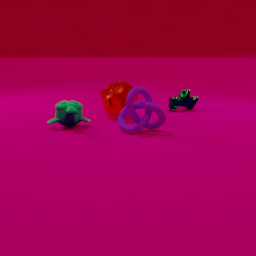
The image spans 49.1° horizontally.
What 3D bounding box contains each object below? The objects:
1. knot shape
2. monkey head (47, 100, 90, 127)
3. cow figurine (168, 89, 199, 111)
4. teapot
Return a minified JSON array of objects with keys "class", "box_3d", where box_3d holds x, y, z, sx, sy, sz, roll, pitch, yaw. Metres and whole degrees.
[{"class":"knot shape","box_3d":[0.379,-0.332,6.614,1.066,1.140,0.527,23,8,-3]},{"class":"monkey head","box_3d":[-1.436,-0.301,6.933,1.084,0.653,0.780,-3,21,-20]},{"class":"cow figurine","box_3d":[1.767,-0.808,9.081,0.927,0.912,0.509,33,-10,-23]},{"class":"teapot","box_3d":[-0.252,-0.890,7.884,1.081,0.851,1.738,-48,34,-21]}]
